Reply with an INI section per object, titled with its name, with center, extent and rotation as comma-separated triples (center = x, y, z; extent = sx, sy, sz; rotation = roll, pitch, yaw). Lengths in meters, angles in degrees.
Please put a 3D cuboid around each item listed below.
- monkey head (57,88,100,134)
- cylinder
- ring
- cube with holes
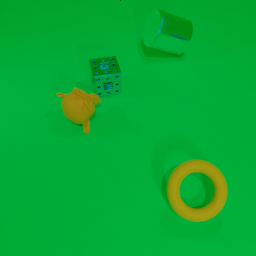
[monkey head]
center = -1.191, -0.555, 7.165
extent = 1.316, 0.793, 0.947
rotation = 53, 27, 7
[cylinder]
center = 1.221, -2.954, 8.676
extent = 1.142, 1.142, 1.142
rotation = 7, 47, -24
[ring]
center = 1.364, 1.232, 5.538
extent = 1.201, 0.240, 1.201
rotation = 0, 86, -3
[cube with holes]
center = -0.634, -1.441, 7.905
extent = 0.770, 0.770, 0.770
rotation = -10, 52, -9
